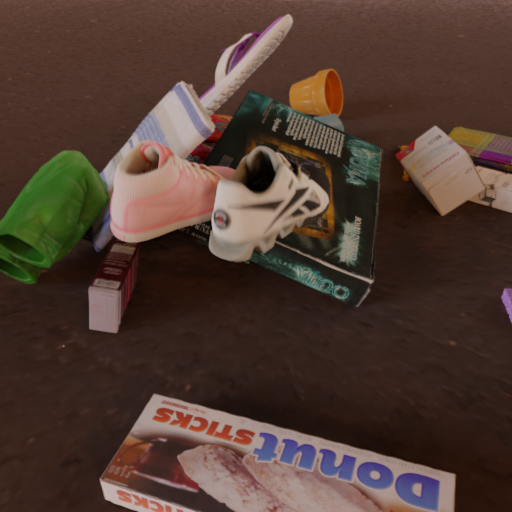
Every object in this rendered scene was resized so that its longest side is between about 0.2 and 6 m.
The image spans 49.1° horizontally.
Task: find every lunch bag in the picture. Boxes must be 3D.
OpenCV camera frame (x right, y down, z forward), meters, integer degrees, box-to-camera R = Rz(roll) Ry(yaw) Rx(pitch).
[{"bbox_3d":[-0.779,-2.141,11.904,2.651,1.086,2.336,-6,39,-35],"label":"lunch bag"}]

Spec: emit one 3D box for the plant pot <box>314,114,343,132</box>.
[{"bbox_3d":[1.844,-3.089,14.135,0.665,0.667,0.679,-14,47,-21],"label":"plant pot"}]

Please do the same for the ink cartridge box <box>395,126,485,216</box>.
[{"bbox_3d":[3.712,-1.725,11.357,1.031,1.027,1.419,-35,32,14],"label":"ink cartridge box"}]

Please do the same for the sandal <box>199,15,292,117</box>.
[{"bbox_3d":[-0.470,-3.636,10.711,0.704,2.863,1.165,44,9,-8],"label":"sandal"}]

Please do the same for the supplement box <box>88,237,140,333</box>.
[{"bbox_3d":[-2.155,0.414,8.598,0.434,0.776,1.427,9,33,-2],"label":"supplement box"}]

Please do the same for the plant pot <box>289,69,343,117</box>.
[{"bbox_3d":[1.651,-4.514,15.851,1.202,1.313,1.313,1,30,31],"label":"plant pot"}]

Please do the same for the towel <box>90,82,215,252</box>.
[{"bbox_3d":[-1.837,-1.545,9.294,2.785,0.331,2.045,-45,37,13],"label":"towel"}]

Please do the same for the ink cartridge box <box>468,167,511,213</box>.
[{"bbox_3d":[4.985,-1.394,11.647,1.157,0.497,0.847,21,38,31],"label":"ink cartridge box"}]

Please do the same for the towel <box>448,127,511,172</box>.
[{"bbox_3d":[5.731,-2.603,13.714,2.398,0.273,1.722,21,38,27],"label":"towel"}]

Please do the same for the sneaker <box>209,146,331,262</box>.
[{"bbox_3d":[0.350,-1.031,8.041,1.035,1.237,2.794,16,32,25],"label":"sneaker"}]

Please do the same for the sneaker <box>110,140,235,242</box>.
[{"bbox_3d":[-0.981,-1.057,7.567,2.192,1.146,0.825,-27,47,-37],"label":"sneaker"}]

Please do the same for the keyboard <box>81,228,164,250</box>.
[{"bbox_3d":[-2.990,-0.936,10.297,3.012,0.597,1.568,10,66,15],"label":"keyboard"}]

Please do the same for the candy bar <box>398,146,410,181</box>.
[{"bbox_3d":[3.639,-2.238,13.192,0.490,0.218,1.966,2,34,10],"label":"candy bar"}]

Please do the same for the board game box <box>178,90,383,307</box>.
[{"bbox_3d":[0.717,-1.356,10.325,3.209,0.668,4.744,24,38,-3],"label":"board game box"}]

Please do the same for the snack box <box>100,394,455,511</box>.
[{"bbox_3d":[0.220,2.431,5.884,3.494,0.425,1.256,10,35,15],"label":"snack box"}]

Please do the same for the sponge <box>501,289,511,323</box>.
[{"bbox_3d":[4.565,0.832,8.532,1.400,0.209,0.781,3,33,5],"label":"sponge"}]

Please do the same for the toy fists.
[{"bbox_3d":[-3.055,-0.536,8.366,1.087,3.160,1.611,33,67,-18],"label":"toy fists"}]
